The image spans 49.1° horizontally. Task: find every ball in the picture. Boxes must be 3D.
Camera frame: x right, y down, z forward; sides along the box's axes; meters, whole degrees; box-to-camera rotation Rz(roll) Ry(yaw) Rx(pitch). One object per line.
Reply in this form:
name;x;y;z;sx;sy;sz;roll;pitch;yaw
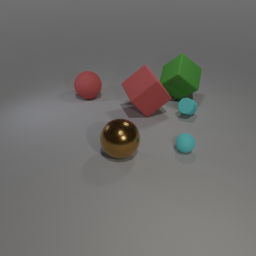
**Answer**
ball;2.070;0.537;10.087;0.700;0.700;0.700;0;30;0
ball;-0.274;0.369;9.752;1.400;1.400;1.400;0;30;0
ball;-2.036;-2.188;14.249;1.400;1.400;1.400;0;30;0

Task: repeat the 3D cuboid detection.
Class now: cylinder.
cylinder;2.667;-0.954;12.503;0.700;0.700;0.700;17;5;27

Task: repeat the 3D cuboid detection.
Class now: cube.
cube;2.570;-2.490;13.791;1.400;1.400;1.400;31;57;-25
cube;0.808;-1.639;12.457;1.400;1.400;1.400;-37;45;12
